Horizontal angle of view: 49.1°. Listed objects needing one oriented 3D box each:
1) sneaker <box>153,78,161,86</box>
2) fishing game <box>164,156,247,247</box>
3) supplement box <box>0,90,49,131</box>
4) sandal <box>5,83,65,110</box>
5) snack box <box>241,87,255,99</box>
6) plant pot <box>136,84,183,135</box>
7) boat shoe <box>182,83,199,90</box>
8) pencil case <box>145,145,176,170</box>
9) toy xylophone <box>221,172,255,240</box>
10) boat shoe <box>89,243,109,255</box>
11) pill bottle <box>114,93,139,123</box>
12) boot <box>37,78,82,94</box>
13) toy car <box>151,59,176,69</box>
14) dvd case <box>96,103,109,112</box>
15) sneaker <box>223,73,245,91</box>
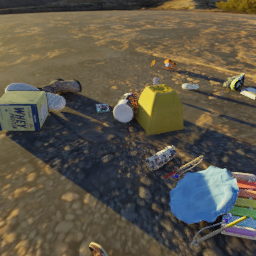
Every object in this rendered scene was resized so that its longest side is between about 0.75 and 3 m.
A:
[{"bbox_3d":[1.482,-2.158,14.351,0.377,0.819,0.310,2,17,21],"label":"sneaker"},{"bbox_3d":[1.998,1.763,7.408,1.903,0.413,2.657,-31,27,3],"label":"fishing game"},{"bbox_3d":[-4.345,-0.768,11.626,1.668,1.120,1.666,0,29,-1],"label":"supplement box"},{"bbox_3d":[-4.367,-1.277,13.082,2.907,0.714,1.183,18,47,6],"label":"sandal"},{"bbox_3d":[6.383,-1.781,14.345,0.666,0.248,0.936,-14,32,-23],"label":"snack box"},{"bbox_3d":[1.282,-0.867,11.338,1.552,1.588,1.542,-10,31,-17],"label":"plant pot"},{"bbox_3d":[3.385,-2.196,15.158,0.930,0.339,0.287,8,-14,28],"label":"boat shoe"},{"bbox_3d":[1.081,0.969,9.152,1.137,0.509,0.442,-25,38,-36],"label":"pencil case"},{"bbox_3d":[3.056,1.988,7.126,1.620,0.556,2.213,0,28,13],"label":"toy xylophone"},{"bbox_3d":[-0.593,2.834,6.020,0.884,0.319,0.318,32,40,34],"label":"boat shoe"},{"bbox_3d":[-0.005,-0.978,12.253,0.881,0.881,1.658,7,30,12],"label":"pill bottle"},{"bbox_3d":[-3.502,-1.957,14.328,2.173,0.758,1.430,9,32,37],"label":"boot"},{"bbox_3d":[2.347,-4.098,18.543,1.603,0.786,0.534,3,69,41],"label":"toy car"},{"bbox_3d":[-1.187,-0.943,13.014,0.565,0.085,0.774,-4,29,-8],"label":"dvd case"},{"bbox_3d":[5.907,-2.631,15.465,0.766,0.699,1.893,18,32,35],"label":"sneaker"}]
